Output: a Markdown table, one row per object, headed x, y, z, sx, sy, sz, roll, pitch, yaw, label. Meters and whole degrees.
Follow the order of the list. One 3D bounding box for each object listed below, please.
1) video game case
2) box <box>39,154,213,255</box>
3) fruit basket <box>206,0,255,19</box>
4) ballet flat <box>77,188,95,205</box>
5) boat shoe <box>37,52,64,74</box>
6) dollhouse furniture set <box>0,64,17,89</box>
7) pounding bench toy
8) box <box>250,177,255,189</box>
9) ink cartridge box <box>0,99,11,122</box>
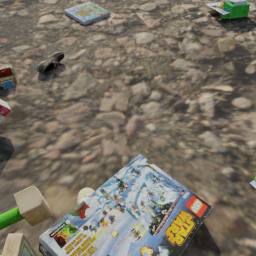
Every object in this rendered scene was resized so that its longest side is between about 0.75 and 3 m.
| x | y | z | sx | sy | sz | roll | pitch | yaw | label |
| --- | --- | --- | --- | --- | --- | --- | --- | --- | --- |
| -1.661 | -4.727 | 11.463 | 1.315 | 0.159 | 1.444 | -33 | 55 | -27 | video game case |
| 0.090 | 1.654 | 4.661 | 1.723 | 0.502 | 2.517 | 35 | 43 | 22 | box |
| 4.122 | -4.948 | 11.311 | 1.412 | 0.715 | 1.525 | -11 | 44 | -10 | fruit basket |
| -0.665 | 1.612 | 5.183 | 0.490 | 0.490 | 1.410 | -13 | 47 | -12 | ballet flat |
| -2.352 | -2.001 | 8.758 | 0.376 | 0.382 | 1.026 | 37 | 65 | 19 | boat shoe |
| -3.762 | -1.382 | 7.799 | 1.169 | 0.819 | 0.824 | -20 | 49 | -18 | dollhouse furniture set |
| -2.345 | 2.163 | 3.773 | 2.175 | 1.732 | 2.788 | -2 | 46 | -1 | pounding bench toy |
| 3.226 | 1.070 | 5.836 | 1.149 | 0.274 | 0.701 | -23 | 50 | -22 | box |
| -3.379 | -0.302 | 6.563 | 0.973 | 0.706 | 0.405 | -47 | 54 | 3 | ink cartridge box |
